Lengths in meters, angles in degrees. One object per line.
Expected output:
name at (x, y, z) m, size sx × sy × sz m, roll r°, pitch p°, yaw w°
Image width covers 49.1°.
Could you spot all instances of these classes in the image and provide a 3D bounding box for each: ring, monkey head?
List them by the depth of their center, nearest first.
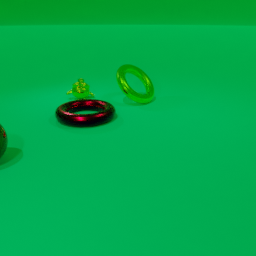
ring at (-1.459, -0.555, 9.659) m, size 2.078 × 0.416 × 2.078 m, roll 0°, pitch 22°, yaw 0°
ring at (0.319, -1.794, 11.319) m, size 1.851 × 1.851 × 0.370 m, roll -27°, pitch -9°, yaw -48°
monkey head at (-1.996, -1.656, 11.836) m, size 1.187 × 0.715 × 0.854 m, roll 3°, pitch 35°, yaw -12°

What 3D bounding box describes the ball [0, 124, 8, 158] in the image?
ball at (-3.446, 0.309, 6.474) m, size 1.229 × 1.229 × 1.229 m, roll 0°, pitch 22°, yaw 0°
